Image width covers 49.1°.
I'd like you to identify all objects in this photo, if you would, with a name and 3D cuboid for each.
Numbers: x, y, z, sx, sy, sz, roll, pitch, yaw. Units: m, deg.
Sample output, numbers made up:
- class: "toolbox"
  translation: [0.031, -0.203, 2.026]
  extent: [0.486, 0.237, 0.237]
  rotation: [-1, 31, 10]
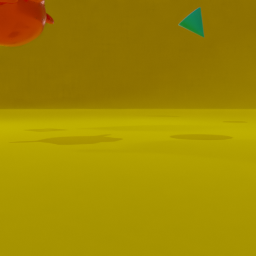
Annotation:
- class: "monkey head"
  translation: [-2.036, -2.053, 4.570]
  extent: [1.919, 1.381, 1.156]
  rotation: [-34, -8, -41]
- class: "cone"
  translation: [2.514, -3.698, 10.236]
  extent: [0.951, 0.954, 0.951]
  rotation: [-37, 6, 4]
